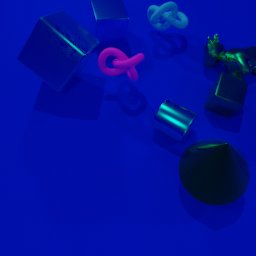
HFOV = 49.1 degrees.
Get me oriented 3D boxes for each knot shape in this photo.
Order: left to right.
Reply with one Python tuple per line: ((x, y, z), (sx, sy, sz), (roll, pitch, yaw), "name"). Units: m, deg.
((-0.220, -1.712, 7.498), (1.160, 1.240, 0.573), (11, 78, -7), "knot shape")
((1.107, -3.431, 8.688), (1.254, 1.340, 0.619), (17, 101, 49), "knot shape")

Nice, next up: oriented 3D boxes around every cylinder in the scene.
((1.195, -0.182, 7.193), (0.873, 0.873, 0.873), (30, 66, 15), "cylinder")

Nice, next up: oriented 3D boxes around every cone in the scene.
((1.833, 0.615, 5.616), (1.558, 1.564, 1.558), (-3, 63, 6), "cone")

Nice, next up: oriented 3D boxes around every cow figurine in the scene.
((3.119, -2.120, 8.281), (1.677, 0.921, 1.651), (-21, 67, -13), "cow figurine")

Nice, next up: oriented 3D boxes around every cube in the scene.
((-1.785, -2.051, 7.440), (1.356, 1.356, 1.356), (39, 30, -10), "cube")
((-0.604, -3.265, 8.705), (1.003, 1.003, 1.003), (-8, 57, -12), "cube")
((2.628, -0.863, 7.545), (0.777, 0.777, 0.777), (23, 65, 1), "cube")
